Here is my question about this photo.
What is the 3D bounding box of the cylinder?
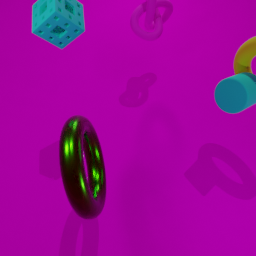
[{"bbox_3d":[2.593,-0.831,6.561,0.823,0.823,0.823,-22,61,-40],"label":"cylinder"}]

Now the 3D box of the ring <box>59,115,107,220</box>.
[{"bbox_3d":[-0.846,0.758,5.598,0.414,2.068,2.068,-10,62,6],"label":"ring"}]

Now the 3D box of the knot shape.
[{"bbox_3d":[0.757,-3.333,8.192,0.734,1.486,1.588,15,106,32],"label":"knot shape"}]

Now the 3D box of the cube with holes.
[{"bbox_3d":[-1.494,-2.353,6.005,0.773,0.773,0.773,-25,61,33],"label":"cube with holes"}]

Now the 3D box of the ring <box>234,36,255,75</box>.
[{"bbox_3d":[3.360,-1.252,6.420,1.970,1.970,0.394,38,69,18],"label":"ring"}]
